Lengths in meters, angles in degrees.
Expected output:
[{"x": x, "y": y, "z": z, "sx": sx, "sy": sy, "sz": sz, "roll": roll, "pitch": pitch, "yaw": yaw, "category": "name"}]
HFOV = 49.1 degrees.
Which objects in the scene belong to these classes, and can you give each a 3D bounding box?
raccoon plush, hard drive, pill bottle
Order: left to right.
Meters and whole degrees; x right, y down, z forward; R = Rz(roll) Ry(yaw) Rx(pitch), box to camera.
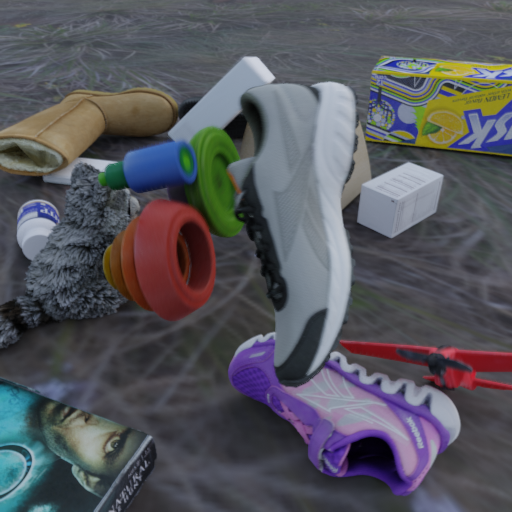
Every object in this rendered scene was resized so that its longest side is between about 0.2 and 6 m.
[{"x": -3.340, "y": -0.370, "z": 8.618, "sx": 0.630, "sy": 0.630, "sz": 1.052, "roll": -11, "pitch": 34, "yaw": -16, "category": "pill bottle"}, {"x": -2.451, "y": -0.024, "z": 7.003, "sx": 1.274, "sy": 1.764, "sz": 2.633, "roll": 15, "pitch": 35, "yaw": 22, "category": "raccoon plush"}, {"x": -3.272, "y": -1.636, "z": 11.018, "sx": 1.467, "sy": 0.193, "sz": 0.967, "roll": 8, "pitch": 33, "yaw": 12, "category": "hard drive"}]

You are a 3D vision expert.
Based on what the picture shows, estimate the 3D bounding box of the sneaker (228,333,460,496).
[{"x": 0.688, "y": 1.539, "z": 5.418, "sx": 2.339, "sy": 0.941, "sz": 1.034, "roll": 17, "pitch": 44, "yaw": 23, "category": "sneaker"}]

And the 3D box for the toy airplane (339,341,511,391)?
[{"x": 1.942, "y": 1.105, "z": 5.473, "sx": 2.202, "sy": 0.405, "sz": 2.202, "roll": 6, "pitch": -11, "yaw": 1, "category": "toy airplane"}]

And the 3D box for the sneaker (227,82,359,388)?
[{"x": 0.267, "y": -0.251, "z": 5.144, "sx": 1.128, "sy": 2.845, "sz": 1.051, "roll": 4, "pitch": -13, "yaw": -11, "category": "sneaker"}]

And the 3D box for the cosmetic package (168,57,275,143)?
[{"x": -0.530, "y": -2.692, "z": 9.897, "sx": 1.746, "sy": 0.598, "sz": 2.316, "roll": -39, "pitch": 12, "yaw": 16, "category": "cosmetic package"}]

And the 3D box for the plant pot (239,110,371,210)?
[{"x": 0.834, "y": -1.907, "z": 9.909, "sx": 1.925, "sy": 1.704, "sz": 1.922, "roll": 17, "pitch": 39, "yaw": 29, "category": "plant pot"}]

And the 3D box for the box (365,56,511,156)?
[{"x": 4.869, "y": -3.210, "z": 12.121, "sx": 4.714, "sy": 1.651, "sz": 1.516, "roll": 9, "pitch": 34, "yaw": 15, "category": "box"}]

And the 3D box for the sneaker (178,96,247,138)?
[{"x": -0.333, "y": -3.429, "z": 13.184, "sx": 3.014, "sy": 0.905, "sz": 1.572, "roll": 3, "pitch": 36, "yaw": -11, "category": "sneaker"}]

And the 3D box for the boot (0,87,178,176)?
[{"x": -3.380, "y": -2.538, "z": 11.554, "sx": 2.853, "sy": 1.077, "sz": 3.257, "roll": 2, "pitch": 30, "yaw": 9, "category": "boot"}]

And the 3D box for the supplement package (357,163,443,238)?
[{"x": 2.418, "y": -0.961, "z": 9.425, "sx": 1.326, "sy": 0.754, "sz": 0.726, "roll": -26, "pitch": 42, "yaw": -35, "category": "supplement package"}]

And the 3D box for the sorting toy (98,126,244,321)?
[{"x": -1.098, "y": -0.534, "z": 6.833, "sx": 1.172, "sy": 1.715, "sz": 2.854, "roll": -7, "pitch": 38, "yaw": 22, "category": "sorting toy"}]

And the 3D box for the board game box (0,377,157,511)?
[{"x": -2.657, "y": 2.431, "z": 4.338, "sx": 2.328, "sy": 0.485, "sz": 3.442, "roll": 12, "pitch": 35, "yaw": 19, "category": "board game box"}]
